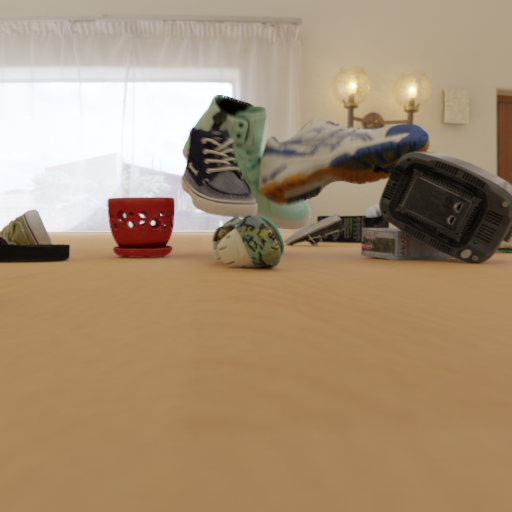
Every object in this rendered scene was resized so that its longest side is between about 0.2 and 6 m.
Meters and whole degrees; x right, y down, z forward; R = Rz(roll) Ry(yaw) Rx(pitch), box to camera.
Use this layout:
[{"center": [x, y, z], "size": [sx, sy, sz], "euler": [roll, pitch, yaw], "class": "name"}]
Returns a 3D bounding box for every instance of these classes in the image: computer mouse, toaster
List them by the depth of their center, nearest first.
[{"center": [3.109, -0.914, 9.188], "size": [2.361, 1.342, 1.525], "euler": [29, 25, 22], "class": "toaster"}, {"center": [2.502, -0.872, 11.626], "size": [0.728, 0.291, 1.327], "euler": [-21, 8, 5], "class": "computer mouse"}]

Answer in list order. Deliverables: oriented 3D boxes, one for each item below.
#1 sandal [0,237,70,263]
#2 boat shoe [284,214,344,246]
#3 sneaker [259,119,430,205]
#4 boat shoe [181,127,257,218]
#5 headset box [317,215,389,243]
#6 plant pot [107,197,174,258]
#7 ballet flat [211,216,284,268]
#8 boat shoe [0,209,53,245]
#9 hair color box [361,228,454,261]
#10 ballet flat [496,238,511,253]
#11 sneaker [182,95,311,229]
[{"center": [-4.436, -0.232, 8.895], "size": [2.796, 0.669, 1.051], "euler": [-1, 3, -20], "class": "sandal"}, {"center": [1.602, -0.566, 15.425], "size": [1.719, 0.587, 0.635], "euler": [-25, 6, 17], "class": "boat shoe"}, {"center": [1.500, -2.075, 10.477], "size": [3.275, 1.443, 1.233], "euler": [-12, -24, 22], "class": "sneaker"}, {"center": [-0.710, -1.568, 9.936], "size": [1.014, 1.260, 2.716], "euler": [-3, 20, -25], "class": "boat shoe"}, {"center": [3.275, -0.894, 18.581], "size": [1.929, 0.895, 1.680], "euler": [3, 4, 43], "class": "headset box"}, {"center": [-2.090, -0.527, 10.203], "size": [1.202, 1.094, 1.202], "euler": [1, 6, 0], "class": "plant pot"}, {"center": [-0.221, -0.125, 7.990], "size": [0.841, 0.841, 2.265], "euler": [-1, 1, -11], "class": "ballet flat"}, {"center": [-4.895, -0.391, 11.827], "size": [0.794, 0.921, 2.559], "euler": [-25, 9, -25], "class": "boat shoe"}, {"center": [2.788, -0.229, 10.039], "size": [1.701, 0.516, 0.842], "euler": [-1, 6, -34], "class": "hair color box"}, {"center": [4.458, -0.429, 12.001], "size": [2.299, 0.717, 0.775], "euler": [1, 3, 13], "class": "ballet flat"}, {"center": [0.053, -1.916, 11.385], "size": [3.135, 1.849, 1.154], "euler": [35, 46, -1], "class": "sneaker"}]
